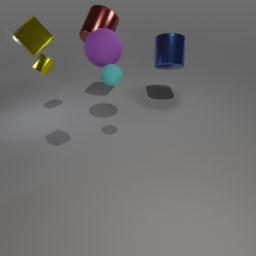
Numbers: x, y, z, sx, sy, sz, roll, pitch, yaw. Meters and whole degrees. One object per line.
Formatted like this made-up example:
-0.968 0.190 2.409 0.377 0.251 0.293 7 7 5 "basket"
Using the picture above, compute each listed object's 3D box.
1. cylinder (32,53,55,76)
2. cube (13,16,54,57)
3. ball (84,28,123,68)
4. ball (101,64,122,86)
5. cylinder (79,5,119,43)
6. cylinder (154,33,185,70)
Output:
-3.557 -2.683 11.853 0.700 0.700 0.700 33 2 -1 "cylinder"
-2.445 -2.333 7.228 0.700 0.700 0.700 -47 22 -6 "cube"
-0.902 -2.938 10.322 1.400 1.400 1.400 0 30 0 "ball"
-0.543 -1.726 9.133 0.700 0.700 0.700 0 30 0 "ball"
-1.278 -4.450 12.489 1.400 1.400 1.400 15 77 24 "cylinder"
1.947 -3.540 13.092 1.400 1.400 1.400 2 1 0 "cylinder"
